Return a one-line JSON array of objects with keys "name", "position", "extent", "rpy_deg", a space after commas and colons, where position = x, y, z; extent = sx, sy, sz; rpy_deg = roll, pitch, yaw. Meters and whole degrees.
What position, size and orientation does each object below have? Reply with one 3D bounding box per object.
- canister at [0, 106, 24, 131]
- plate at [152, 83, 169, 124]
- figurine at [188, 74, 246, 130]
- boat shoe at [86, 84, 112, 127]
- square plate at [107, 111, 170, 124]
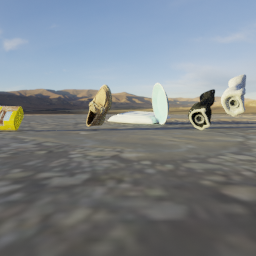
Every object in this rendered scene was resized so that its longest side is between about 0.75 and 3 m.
[{"name": "canister", "position": [-3.160, -0.251, 6.893], "extent": [0.972, 0.421, 0.722], "rpy_deg": [2, 41, -1]}, {"name": "plate", "position": [1.240, -0.909, 10.416], "extent": [0.196, 1.537, 1.537], "rpy_deg": [-8, 5, -13]}, {"name": "figurine", "position": [2.387, -0.777, 7.247], "extent": [1.491, 0.642, 1.454], "rpy_deg": [-27, 18, 36]}, {"name": "boat shoe", "position": [-0.793, -0.545, 7.508], "extent": [0.442, 1.369, 0.488], "rpy_deg": [-15, 51, -36]}, {"name": "square plate", "position": [0.510, -0.474, 11.901], "extent": [2.068, 0.294, 2.049], "rpy_deg": [5, 11, 27]}]
